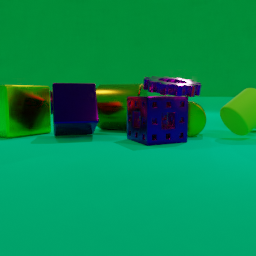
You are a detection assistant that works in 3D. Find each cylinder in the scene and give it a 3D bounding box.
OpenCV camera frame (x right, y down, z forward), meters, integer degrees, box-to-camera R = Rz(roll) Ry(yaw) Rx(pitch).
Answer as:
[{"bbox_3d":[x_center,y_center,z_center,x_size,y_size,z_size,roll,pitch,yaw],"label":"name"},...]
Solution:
[{"bbox_3d":[2.617,-0.361,6.253,0.785,0.785,0.785,-37,17,-13],"label":"cylinder"},{"bbox_3d":[1.498,-0.238,6.899,0.825,0.825,0.825,2,7,14],"label":"cylinder"},{"bbox_3d":[-0.168,-0.590,7.854,1.282,1.282,1.282,2,7,16],"label":"cylinder"}]

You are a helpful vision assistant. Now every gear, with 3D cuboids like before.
[{"bbox_3d":[1.105,-1.062,7.071,1.430,0.265,1.430,5,18,-1],"label":"gear"}]

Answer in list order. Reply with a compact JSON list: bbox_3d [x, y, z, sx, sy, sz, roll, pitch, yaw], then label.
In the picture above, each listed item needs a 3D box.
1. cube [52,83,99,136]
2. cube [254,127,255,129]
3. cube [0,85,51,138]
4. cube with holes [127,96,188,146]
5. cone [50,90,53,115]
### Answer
[{"bbox_3d":[-1.264,-0.418,6.579,0.966,0.966,0.966,-2,-18,-16],"label":"cube"},{"bbox_3d":[3.355,-0.374,7.553,0.773,0.773,0.773,5,1,6],"label":"cube"},{"bbox_3d":[-2.821,-0.460,7.110,1.215,1.215,1.215,6,9,38],"label":"cube"},{"bbox_3d":[0.611,-0.203,6.058,0.963,0.963,0.963,-3,8,-25],"label":"cube with holes"},{"bbox_3d":[-3.654,-0.933,10.950,1.177,1.177,1.182,4,17,30],"label":"cone"}]
